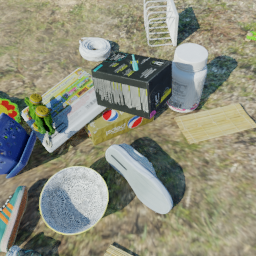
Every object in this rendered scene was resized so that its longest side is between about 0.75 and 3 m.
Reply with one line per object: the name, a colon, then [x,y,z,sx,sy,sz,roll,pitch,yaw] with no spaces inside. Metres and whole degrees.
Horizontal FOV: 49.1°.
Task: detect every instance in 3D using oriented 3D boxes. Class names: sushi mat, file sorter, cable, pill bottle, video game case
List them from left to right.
video game case: [-2.233,-0.812,10.228,2.972,0.340,2.705,-41,47,-11]
cable: [-1.564,-3.735,13.328,1.487,0.515,1.487,-4,51,-6]
sushi mat: [0.336,4.033,7.145,2.438,0.148,1.166,20,53,16]
file sorter: [1.588,-5.387,14.017,1.434,1.598,2.303,-5,51,0]
pill bottle: [2.203,-1.842,10.536,1.354,2.388,1.354,0,50,0]
sushi mat: [3.304,-0.206,10.626,2.848,0.172,1.362,-13,52,-10]

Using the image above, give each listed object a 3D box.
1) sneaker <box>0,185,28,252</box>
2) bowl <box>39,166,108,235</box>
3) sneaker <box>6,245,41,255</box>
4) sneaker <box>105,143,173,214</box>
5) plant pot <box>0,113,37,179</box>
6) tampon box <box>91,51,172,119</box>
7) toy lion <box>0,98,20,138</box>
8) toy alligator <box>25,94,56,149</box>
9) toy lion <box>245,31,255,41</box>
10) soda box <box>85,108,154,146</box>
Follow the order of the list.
sneaker: [-3.490,2.510,8.052,0.769,0.687,1.925,7,52,0]
bowl: [-1.475,2.157,8.124,1.928,0.905,1.928,-1,60,2]
sneaker: [-2.661,3.947,6.849,0.942,0.801,2.065,3,52,-3]
sneaker: [0.492,1.417,8.738,2.671,0.975,0.945,47,38,16]
plant pot: [-3.883,0.680,8.937,1.365,1.518,1.518,29,45,-25]
tampon box: [0.154,-1.336,8.453,1.966,1.241,1.473,18,44,30]
toy lion: [-5.584,-0.483,10.497,2.731,0.978,2.849,-21,53,-25]
toy alligator: [-2.727,-0.256,9.117,0.600,0.828,2.497,-8,48,-35]
toy lion: [6.703,-4.637,14.203,1.177,0.404,1.128,27,48,21]
soda box: [-0.301,-0.324,10.278,2.524,0.855,0.808,-22,54,-17]
